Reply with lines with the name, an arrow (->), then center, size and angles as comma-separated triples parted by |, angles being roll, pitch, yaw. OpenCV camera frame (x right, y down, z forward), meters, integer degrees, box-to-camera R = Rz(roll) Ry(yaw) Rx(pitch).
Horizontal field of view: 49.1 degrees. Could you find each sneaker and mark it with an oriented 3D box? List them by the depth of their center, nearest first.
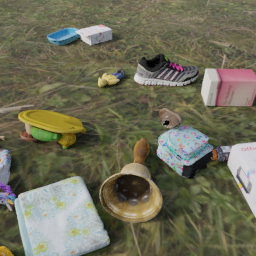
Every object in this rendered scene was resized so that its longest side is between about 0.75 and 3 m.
sneaker -> 1.184, -0.284, 8.748 | 0.492, 0.459, 1.303 | -33, 19, -10
sneaker -> 1.764, -2.669, 12.501 | 2.967, 1.298, 1.095 | -2, 39, -2

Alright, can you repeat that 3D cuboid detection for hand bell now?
hand bell -> 0.311, 1.073, 8.148 | 1.557, 1.557, 2.991 | 6, 28, 8

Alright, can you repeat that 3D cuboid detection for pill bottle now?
pill bottle -> 3.078, 0.815, 8.861 | 0.901, 0.479, 0.479 | -4, 39, -5

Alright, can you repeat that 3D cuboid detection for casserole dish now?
casserole dish -> -3.759, -5.392, 16.581 | 1.294, 0.414, 2.136 | 24, 44, 27

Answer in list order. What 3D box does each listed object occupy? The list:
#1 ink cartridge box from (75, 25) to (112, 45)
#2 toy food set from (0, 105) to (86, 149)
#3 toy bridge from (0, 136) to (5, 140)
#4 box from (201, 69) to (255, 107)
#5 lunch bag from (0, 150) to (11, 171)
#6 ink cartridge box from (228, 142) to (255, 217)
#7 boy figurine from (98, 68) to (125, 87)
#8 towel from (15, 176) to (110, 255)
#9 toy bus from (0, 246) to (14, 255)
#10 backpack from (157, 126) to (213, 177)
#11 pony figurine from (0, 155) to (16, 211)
ink cartridge box -> -2.022, -5.450, 16.463 | 1.911, 0.645, 1.113 | -26, 46, -30
toy food set -> -2.834, 0.039, 9.628 | 2.842, 0.928, 1.672 | 17, 18, 17
toy bridge -> -4.489, 0.599, 9.407 | 0.303, 0.123, 0.902 | 4, 39, 9
box -> 4.053, -1.623, 11.275 | 1.897, 1.213, 1.033 | 0, 39, 1
lunch bag -> -4.194, 1.098, 8.568 | 1.116, 0.422, 0.894 | -8, 42, -11
ink cartridge box -> 3.986, 1.439, 7.706 | 1.627, 0.944, 2.204 | -5, 38, -4
boy figurine -> -0.830, -2.271, 12.705 | 1.415, 0.456, 0.880 | -28, 50, -34
towel -> -1.708, 2.255, 6.981 | 1.868, 0.525, 2.182 | -15, 42, -20
toy bus -> -3.057, 2.866, 5.556 | 1.040, 1.471, 1.532 | 29, 46, 33
backpack -> 1.667, 0.611, 8.671 | 1.347, 1.142, 1.517 | -27, 42, -29
pony figurine -> -3.752, 1.563, 7.602 | 1.496, 1.246, 1.444 | -3, 71, -9
